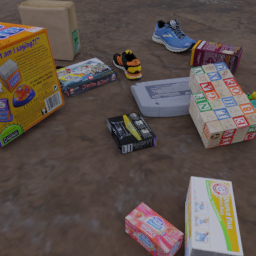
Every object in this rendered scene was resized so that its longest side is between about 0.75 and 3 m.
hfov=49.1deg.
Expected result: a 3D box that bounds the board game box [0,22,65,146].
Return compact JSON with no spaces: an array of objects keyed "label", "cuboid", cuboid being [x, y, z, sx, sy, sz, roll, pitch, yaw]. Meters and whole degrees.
[{"label":"board game box","cuboid":[-4.082,-1.532,8.721,2.652,2.652,2.654,17,41,28]}]

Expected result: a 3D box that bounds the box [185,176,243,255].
[{"label":"box","cuboid":[1.675,1.980,5.768,0.884,0.981,1.745,6,37,7]}]

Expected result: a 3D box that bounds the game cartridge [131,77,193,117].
[{"label":"game cartridge","cuboid":[1.649,-1.144,10.171,2.783,0.569,1.852,-8,35,-9]}]

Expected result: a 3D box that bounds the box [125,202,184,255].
[{"label":"box","cuboid":[0.531,2.184,5.867,1.128,0.534,0.579,31,48,34]}]

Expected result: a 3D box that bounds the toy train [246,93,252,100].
[{"label":"toy train","cuboid":[3.967,-0.899,9.759,0.872,0.246,0.182,-43,16,-11]}]

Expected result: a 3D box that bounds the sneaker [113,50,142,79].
[{"label":"sneaker","cuboid":[-0.022,-2.977,12.092,0.782,1.006,2.236,-15,40,-18]}]

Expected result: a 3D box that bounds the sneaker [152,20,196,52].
[{"label":"sneaker","cuboid":[2.267,-4.708,14.120,1.108,1.257,2.820,-25,45,-28]}]

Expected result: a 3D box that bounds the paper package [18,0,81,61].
[{"label":"paper package","cuboid":[-3.508,-4.509,12.906,2.305,2.419,1.251,8,39,11]}]

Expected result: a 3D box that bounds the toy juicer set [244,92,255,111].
[{"label":"toy juicer set","cuboid":[4.415,-0.650,9.402,2.460,0.669,1.565,18,37,39]}]

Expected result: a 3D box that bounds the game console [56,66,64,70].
[{"label":"game console","cuboid":[-2.951,-2.305,11.938,0.725,0.148,1.228,9,39,12]}]

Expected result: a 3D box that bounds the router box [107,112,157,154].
[{"label":"router box","cuboid":[0.087,0.108,8.656,1.118,0.371,1.422,-13,40,-16]}]

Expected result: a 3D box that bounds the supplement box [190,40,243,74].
[{"label":"supplement box","cuboid":[3.930,-3.187,12.479,2.002,0.857,1.105,17,41,21]}]

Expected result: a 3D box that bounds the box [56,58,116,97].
[{"label":"box","cuboid":[-1.804,-2.109,11.397,2.233,0.421,1.525,-26,49,-29]}]

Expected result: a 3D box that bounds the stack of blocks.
[{"label":"stack of blocks","cuboid":[2.769,-0.807,8.864,1.567,0.797,2.721,-11,53,-4]}]
